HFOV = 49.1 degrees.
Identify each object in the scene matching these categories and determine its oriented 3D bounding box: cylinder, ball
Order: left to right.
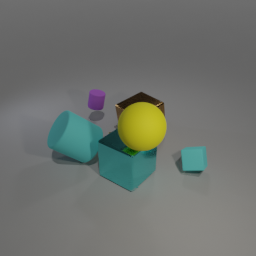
[{"bbox_3d":[-1.823,0.306,9.691,1.400,1.400,1.400,29,15,-32],"label":"cylinder"},{"bbox_3d":[-1.368,-1.226,12.179,0.700,0.700,0.700,9,30,-5],"label":"cylinder"},{"bbox_3d":[0.400,-0.039,8.043,1.400,1.400,1.400,0,30,0],"label":"ball"}]

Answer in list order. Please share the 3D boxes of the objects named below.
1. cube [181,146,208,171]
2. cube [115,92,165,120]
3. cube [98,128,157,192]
[{"bbox_3d":[2.228,1.016,9.384,0.700,0.700,0.700,-5,2,25],"label":"cube"},{"bbox_3d":[0.522,-0.397,11.261,1.400,1.400,1.400,-30,40,-26],"label":"cube"},{"bbox_3d":[-0.001,0.926,9.194,1.400,1.400,1.400,21,36,32],"label":"cube"}]
